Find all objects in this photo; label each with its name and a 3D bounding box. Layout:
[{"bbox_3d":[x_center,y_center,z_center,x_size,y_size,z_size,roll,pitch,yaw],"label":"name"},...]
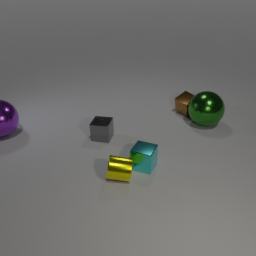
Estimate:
[{"bbox_3d":[2.509,-1.042,12.046,0.700,0.700,0.700,-36,48,-21],"label":"cube"},{"bbox_3d":[0.497,0.905,8.767,0.700,0.700,0.700,11,31,20],"label":"cube"},{"bbox_3d":[-4.758,-0.345,10.301,1.400,1.400,1.400,0,29,0],"label":"ball"},{"bbox_3d":[3.092,-0.755,11.064,1.400,1.400,1.400,0,29,0],"label":"ball"},{"bbox_3d":[-0.244,1.171,8.169,0.700,0.700,0.700,9,29,-3],"label":"cylinder"},{"bbox_3d":[-0.954,0.037,10.308,0.700,0.700,0.700,5,31,12],"label":"cube"}]
